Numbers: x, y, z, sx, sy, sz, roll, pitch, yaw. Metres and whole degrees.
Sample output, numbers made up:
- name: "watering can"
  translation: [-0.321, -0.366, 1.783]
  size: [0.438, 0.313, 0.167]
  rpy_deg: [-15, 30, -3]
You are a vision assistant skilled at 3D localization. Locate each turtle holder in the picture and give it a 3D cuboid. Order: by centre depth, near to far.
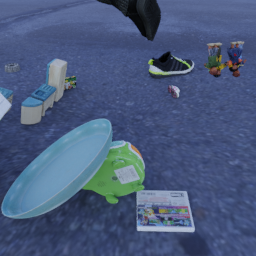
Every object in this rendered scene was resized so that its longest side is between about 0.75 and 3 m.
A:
- name: "turtle holder"
  translation: [-0.384, 1.021, 6.739]
  size: [1.278, 1.683, 1.195]
  rpy_deg: [34, 28, -18]

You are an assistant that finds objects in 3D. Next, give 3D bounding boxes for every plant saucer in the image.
- name: "plant saucer"
  translation: [-1.505, 0.889, 6.369]
  size: [2.990, 0.410, 2.990]
  rpy_deg: [-30, 22, 14]

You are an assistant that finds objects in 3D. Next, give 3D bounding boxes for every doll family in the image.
- name: "doll family"
  translation: [2.967, -2.015, 8.456]
  size: [1.850, 1.069, 0.726]
  rpy_deg: [-9, 13, -16]

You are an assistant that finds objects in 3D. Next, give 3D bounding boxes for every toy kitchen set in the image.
- name: "toy kitchen set"
  translation: [-3.662, -1.575, 9.994]
  size: [2.056, 1.512, 2.567]
  rpy_deg: [18, 33, 1]

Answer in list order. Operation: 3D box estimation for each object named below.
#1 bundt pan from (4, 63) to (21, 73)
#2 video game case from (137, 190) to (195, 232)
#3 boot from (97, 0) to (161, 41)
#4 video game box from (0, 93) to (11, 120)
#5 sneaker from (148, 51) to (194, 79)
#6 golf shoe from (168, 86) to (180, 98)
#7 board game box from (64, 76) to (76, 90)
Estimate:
- name: "bundt pan"
  translation: [-5.749, -3.018, 13.891]
  size: [0.770, 0.289, 0.770]
  rpy_deg: [0, 33, 0]
- name: "video game case"
  translation: [0.799, 1.839, 6.290]
  size: [1.203, 0.138, 1.096]
  rpy_deg: [1, 32, 0]
- name: "boot"
  translation: [0.062, -3.801, 8.952]
  size: [1.772, 0.892, 2.370]
  rpy_deg: [24, -7, 18]
- name: "video game box"
  translation: [-4.493, 0.477, 6.747]
  size: [2.866, 0.671, 2.611]
  rpy_deg: [-27, 30, 17]
- name: "sneaker"
  translation: [2.125, -3.079, 13.226]
  size: [2.612, 1.082, 0.937]
  rpy_deg: [-19, 37, -27]
- name: "golf shoe"
  translation: [1.943, -1.516, 11.446]
  size: [0.425, 0.335, 0.923]
  rpy_deg: [-5, 32, -9]
- name: "board game box"
  translation: [-2.709, -1.813, 11.673]
  size: [1.144, 0.599, 0.134]
  rpy_deg: [-19, 50, -26]
